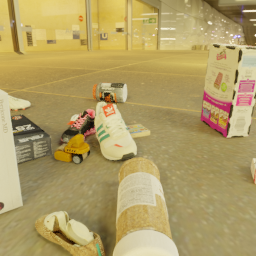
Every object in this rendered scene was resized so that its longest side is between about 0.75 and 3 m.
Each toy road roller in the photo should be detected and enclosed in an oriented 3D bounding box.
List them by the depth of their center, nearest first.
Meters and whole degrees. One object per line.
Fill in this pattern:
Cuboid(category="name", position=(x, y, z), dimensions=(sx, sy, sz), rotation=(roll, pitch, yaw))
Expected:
Cuboid(category="toy road roller", position=(-1.547, 0.531, 7.799), dimensions=(0.973, 0.711, 0.598), rotation=(7, 21, 18))

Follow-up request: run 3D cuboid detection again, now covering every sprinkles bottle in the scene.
Cuboid(category="sprinkles bottle", position=(0.238, 1.473, 4.864), dimensions=(0.920, 0.920, 2.696), rotation=(0, 20, 0))

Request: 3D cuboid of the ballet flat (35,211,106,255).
Cuboid(category="ballet flat", position=(-1.011, 1.719, 4.754), dimensions=(1.647, 0.538, 0.581), rotation=(14, 24, 35))

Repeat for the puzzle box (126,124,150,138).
Cuboid(category="puzzle box", position=(0.024, 0.127, 9.742), dimensions=(1.280, 0.163, 0.852), rotation=(-9, 21, -22))

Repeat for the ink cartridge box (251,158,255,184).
Cuboid(category="ink cartridge box", position=(3.373, 1.074, 6.843), dimensions=(0.580, 0.338, 0.802), rotation=(6, 20, 15))

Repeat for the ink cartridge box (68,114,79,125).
Cuboid(category="ink cartridge box", position=(-1.938, -0.324, 10.957), dimensions=(0.661, 0.204, 0.816), rotation=(5, 18, 15))

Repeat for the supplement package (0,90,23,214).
Cuboid(category="supplement package", position=(-3.223, 0.391, 5.653), dimensions=(1.337, 2.412, 1.879), rotation=(-16, 25, -37))

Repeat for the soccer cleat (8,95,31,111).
Cuboid(category="soccer cleat", position=(-5.360, -1.202, 12.602), dimensions=(1.893, 0.734, 0.656), rotation=(2, 20, 3))

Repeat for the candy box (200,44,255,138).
Cuboid(category="candy box", position=(3.508, -1.370, 9.759), dimensions=(0.898, 2.945, 2.008), rotation=(-4, 21, -12))

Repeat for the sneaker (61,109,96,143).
Cuboid(category="sneaker", position=(-1.576, -0.111, 9.248), dimensions=(0.755, 0.912, 1.911), rotation=(16, 24, 14))

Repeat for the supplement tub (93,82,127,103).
Cuboid(category="supplement tub", position=(-0.886, -1.760, 13.832), dimensions=(1.570, 0.962, 0.962), rotation=(4, 20, 12))

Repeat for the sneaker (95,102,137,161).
Cuboid(category="sneaker", position=(-0.511, -0.010, 8.314), dimensions=(0.915, 1.214, 2.598), rotation=(-15, 25, -13))

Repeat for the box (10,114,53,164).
Cuboid(category="box", position=(-3.945, 0.456, 8.005), dimensions=(2.810, 0.690, 2.265), rotation=(-15, 30, -36))
